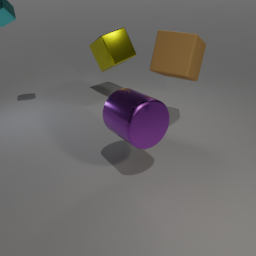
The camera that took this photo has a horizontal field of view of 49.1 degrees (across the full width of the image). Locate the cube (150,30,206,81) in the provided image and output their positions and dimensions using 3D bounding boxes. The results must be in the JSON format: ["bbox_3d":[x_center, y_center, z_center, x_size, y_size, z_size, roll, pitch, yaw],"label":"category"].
[{"bbox_3d":[1.784,-2.523,9.911,1.400,1.400,1.400,16,10,26],"label":"cube"}]

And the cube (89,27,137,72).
[{"bbox_3d":[-0.726,-3.691,13.294,1.400,1.400,1.400,-31,12,-28],"label":"cube"}]

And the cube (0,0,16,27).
[{"bbox_3d":[-4.758,-4.382,10.506,0.700,0.700,0.700,-24,67,11],"label":"cube"}]

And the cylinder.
[{"bbox_3d":[0.208,-0.299,7.920,1.400,1.400,1.400,-17,29,-29],"label":"cylinder"}]
